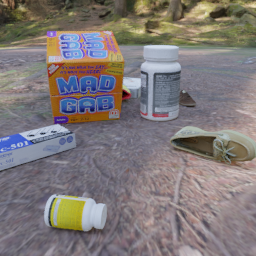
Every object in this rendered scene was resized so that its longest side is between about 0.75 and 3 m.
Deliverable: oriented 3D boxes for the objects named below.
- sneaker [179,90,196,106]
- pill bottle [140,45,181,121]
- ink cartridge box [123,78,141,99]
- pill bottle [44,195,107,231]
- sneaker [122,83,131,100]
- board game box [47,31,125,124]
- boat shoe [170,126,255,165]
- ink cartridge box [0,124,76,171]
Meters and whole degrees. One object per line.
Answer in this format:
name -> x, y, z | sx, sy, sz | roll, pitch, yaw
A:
sneaker -> 2.817, -1.575, 14.225 | 0.614, 0.658, 1.743 | -10, 23, -24
pill bottle -> 1.377, -1.931, 11.915 | 1.686, 2.960, 1.686 | 0, 21, 0
ink cartridge box -> -0.452, -2.446, 16.548 | 2.955, 0.644, 2.565 | 7, 21, 17
pill bottle -> -1.033, 1.721, 5.646 | 1.137, 0.639, 0.639 | 4, 21, 10
sneaker -> -0.940, -1.640, 14.066 | 2.530, 0.989, 1.142 | -21, 44, -26
board game box -> -1.848, -2.184, 11.758 | 2.788, 2.786, 2.785 | -5, 42, -12
boat shoe -> 2.496, 0.562, 8.433 | 0.821, 0.961, 2.621 | -24, 21, -38
ink cartridge box -> -3.063, 0.541, 8.821 | 2.548, 0.563, 1.198 | -17, 26, -38
